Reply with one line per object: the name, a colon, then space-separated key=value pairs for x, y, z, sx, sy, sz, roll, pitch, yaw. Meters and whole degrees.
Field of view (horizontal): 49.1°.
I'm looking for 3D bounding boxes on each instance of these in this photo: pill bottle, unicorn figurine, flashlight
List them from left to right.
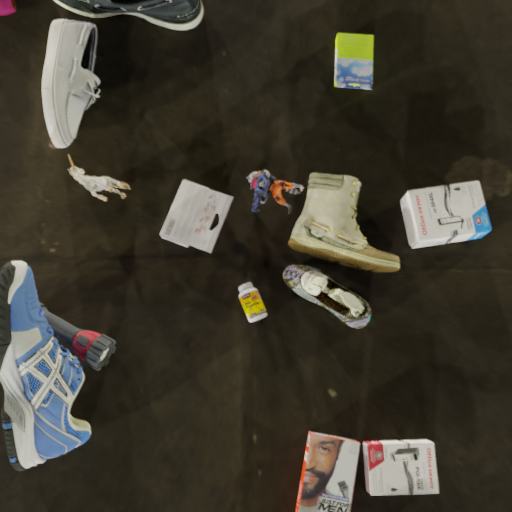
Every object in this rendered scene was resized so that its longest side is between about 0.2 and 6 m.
flashlight: x=-3.222 y=1.292 z=9.453 sx=1.706 sy=0.580 sz=0.578 roll=26 pitch=112 yaw=10
unicorn figurine: x=-2.762 y=-1.273 z=9.781 sx=0.780 sy=1.136 sz=0.420 roll=31 pitch=94 yaw=17
pill bottle: x=-0.078 y=0.797 z=9.641 sx=0.348 sy=0.348 sz=0.637 roll=-22 pitch=78 yaw=-5

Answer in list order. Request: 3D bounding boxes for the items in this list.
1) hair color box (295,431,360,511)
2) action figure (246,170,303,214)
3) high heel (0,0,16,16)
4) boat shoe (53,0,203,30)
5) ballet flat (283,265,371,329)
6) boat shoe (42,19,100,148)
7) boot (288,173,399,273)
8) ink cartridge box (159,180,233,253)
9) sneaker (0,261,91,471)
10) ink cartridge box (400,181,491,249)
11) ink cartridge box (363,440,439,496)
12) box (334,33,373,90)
hair color box: x=1.125 y=3.633 z=8.940 sx=0.812 sy=0.468 sz=1.464 roll=10 pitch=76 yaw=3
action figure: x=0.259 y=-1.145 z=9.880 sx=0.960 sy=0.993 sz=0.519 roll=30 pitch=52 yaw=1
high heel: x=-4.863 y=-5.622 z=10.937 sx=0.913 sy=0.640 sz=1.900 roll=13 pitch=92 yaw=13
boat shoe: x=-2.589 y=-5.162 z=10.627 sx=3.146 sy=1.043 sz=1.176 roll=18 pitch=78 yaw=4
ballet flat: x=1.242 y=0.605 z=9.564 sx=1.699 sy=0.611 sz=0.611 roll=33 pitch=79 yaw=7
boat shoe: x=-3.333 y=-3.202 z=10.342 sx=0.881 sy=0.926 sz=2.573 roll=-2 pitch=68 yaw=0
boot: x=1.685 y=-0.588 z=9.784 sx=1.950 sy=0.703 sz=1.508 roll=16 pitch=77 yaw=5
ink cartridge box: x=-1.051 y=-0.685 z=10.018 sx=0.993 sy=0.252 sz=1.127 roll=20 pitch=78 yaw=6
sneaker: x=-3.442 y=1.656 z=8.889 sx=1.257 sy=1.235 sz=3.263 roll=-8 pitch=100 yaw=-20
ink cartridge box: x=3.319 y=-0.722 z=9.880 sx=1.298 sy=0.547 sz=0.948 roll=-9 pitch=77 yaw=-2
ink cartridge box: x=2.313 y=3.391 z=8.996 sx=1.083 sy=0.449 sz=0.795 roll=-2 pitch=76 yaw=0
box: x=1.861 y=-3.660 z=10.683 sx=0.708 sy=0.277 sz=1.161 roll=4 pitch=77 yaw=1
